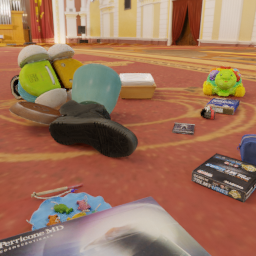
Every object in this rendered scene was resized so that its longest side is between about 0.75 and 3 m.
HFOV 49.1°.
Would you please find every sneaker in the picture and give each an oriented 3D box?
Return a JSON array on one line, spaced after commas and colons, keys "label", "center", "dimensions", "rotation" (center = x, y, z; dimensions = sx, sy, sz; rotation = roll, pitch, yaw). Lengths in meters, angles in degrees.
[{"label": "sneaker", "center": [2.608, -0.540, 9.334], "dimensions": [0.435, 0.315, 0.891], "rotation": [3, 21, 2]}, {"label": "sneaker", "center": [-0.820, -0.128, 7.217], "dimensions": [2.984, 0.896, 1.557], "rotation": [8, 29, 30]}]

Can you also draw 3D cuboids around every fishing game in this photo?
[{"label": "fishing game", "center": [-0.848, 1.306, 4.308], "dimensions": [1.322, 0.287, 1.846], "rotation": [-8, 21, -28]}]

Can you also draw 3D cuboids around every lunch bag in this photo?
[{"label": "lunch bag", "center": [2.843, 0.479, 6.106], "dimensions": [0.875, 0.594, 0.579], "rotation": [5, 20, 18]}]

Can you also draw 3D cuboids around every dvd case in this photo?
[{"label": "dvd case", "center": [1.629, 0.010, 8.187], "dimensions": [0.601, 0.065, 0.808], "rotation": [5, 21, 14]}]

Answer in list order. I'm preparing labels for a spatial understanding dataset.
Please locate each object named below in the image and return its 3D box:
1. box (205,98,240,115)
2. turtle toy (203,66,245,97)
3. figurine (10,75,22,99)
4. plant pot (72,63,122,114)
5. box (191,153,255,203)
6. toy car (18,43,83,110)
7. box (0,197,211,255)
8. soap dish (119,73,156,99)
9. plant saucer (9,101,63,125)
[{"label": "box", "center": [3.516, -0.858, 10.329], "dimensions": [0.979, 0.262, 1.617], "rotation": [10, 21, 27]}, {"label": "turtle toy", "center": [4.178, -2.030, 12.127], "dimensions": [1.754, 1.217, 2.407], "rotation": [5, 20, 14]}, {"label": "figurine", "center": [-3.775, -1.968, 12.538], "dimensions": [2.300, 0.990, 2.244], "rotation": [-2, 16, -7]}, {"label": "plant pot", "center": [-1.048, -1.006, 8.835], "dimensions": [1.599, 1.599, 1.283], "rotation": [2, 53, 5]}, {"label": "box", "center": [1.943, 0.903, 5.398], "dimensions": [1.056, 0.262, 1.048], "rotation": [18, 28, 40]}, {"label": "toy car", "center": [-2.869, -1.705, 10.460], "dimensions": [2.696, 2.359, 2.022], "rotation": [-22, -5, -45]}, {"label": "box", "center": [-0.129, 1.604, 2.299], "dimensions": [1.756, 1.082, 1.741], "rotation": [-9, 21, -25]}, {"label": "soap dish", "center": [0.331, -1.843, 12.203], "dimensions": [1.595, 0.823, 2.027], "rotation": [0, 20, -1]}, {"label": "plant saucer", "center": [-2.614, -0.467, 8.347], "dimensions": [1.708, 0.294, 1.708], "rotation": [18, 10, -3]}]
